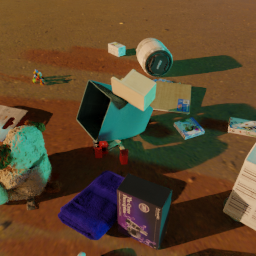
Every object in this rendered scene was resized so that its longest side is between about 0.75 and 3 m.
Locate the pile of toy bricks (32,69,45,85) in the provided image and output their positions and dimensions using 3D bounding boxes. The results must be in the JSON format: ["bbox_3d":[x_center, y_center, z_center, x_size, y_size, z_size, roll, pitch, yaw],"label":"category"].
[{"bbox_3d":[-4.763,-2.543,14.554,0.538,0.604,1.089,-41,52,10],"label":"pile of toy bricks"}]

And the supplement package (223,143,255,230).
[{"bbox_3d":[3.737,1.493,7.577,1.349,1.835,1.755,27,35,27],"label":"supplement package"}]

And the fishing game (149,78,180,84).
[{"bbox_3d":[1.716,-2.292,14.336,1.777,0.276,1.273,15,37,20],"label":"fishing game"}]

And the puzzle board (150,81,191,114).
[{"bbox_3d":[2.034,-1.448,13.128,1.757,0.203,2.332,9,41,8],"label":"puzzle board"}]

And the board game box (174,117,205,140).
[{"bbox_3d":[2.369,0.004,10.886,0.866,0.179,0.868,-16,46,-17],"label":"board game box"}]

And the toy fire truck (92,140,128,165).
[{"bbox_3d":[-0.663,0.656,10.156,1.199,0.415,1.701,-4,34,-9],"label":"toy fire truck"}]

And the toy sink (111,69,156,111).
[{"bbox_3d":[0.201,-1.309,9.062,1.298,0.846,0.727,32,67,19],"label":"toy sink"}]

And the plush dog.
[{"bbox_3d":[-3.035,0.958,8.258,2.022,2.164,2.520,11,38,15],"label":"plush dog"}]

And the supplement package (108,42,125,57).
[{"bbox_3d":[-0.724,-4.998,17.753,0.598,0.576,1.052,-27,43,-31],"label":"supplement package"}]

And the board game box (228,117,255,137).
[{"bbox_3d":[4.737,-0.020,11.240,1.335,0.231,0.843,12,38,16],"label":"board game box"}]

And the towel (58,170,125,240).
[{"bbox_3d":[-0.790,2.069,7.991,1.553,0.521,2.103,14,37,33],"label":"towel"}]

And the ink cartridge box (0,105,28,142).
[{"bbox_3d":[-5.753,-0.165,11.269,2.717,0.681,2.203,12,36,2],"label":"ink cartridge box"}]

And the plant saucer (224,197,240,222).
[{"bbox_3d":[3.178,2.355,7.968,0.953,0.171,0.953,6,32,-4],"label":"plant saucer"}]

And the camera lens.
[{"bbox_3d":[1.410,-3.869,15.303,1.637,1.637,2.047,-7,37,-10],"label":"camera lens"}]

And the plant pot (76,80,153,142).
[{"bbox_3d":[-0.361,-0.574,10.563,2.366,1.672,1.671,4,28,-40],"label":"plant pot"}]

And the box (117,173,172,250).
[{"bbox_3d":[0.387,2.123,7.064,1.205,1.708,0.674,15,39,21],"label":"box"}]

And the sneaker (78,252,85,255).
[{"bbox_3d":[-0.991,3.439,6.424,0.565,0.443,1.137,3,45,-6],"label":"sneaker"}]
